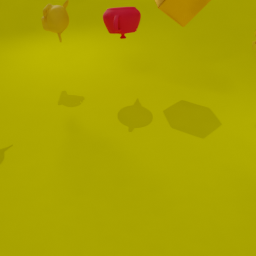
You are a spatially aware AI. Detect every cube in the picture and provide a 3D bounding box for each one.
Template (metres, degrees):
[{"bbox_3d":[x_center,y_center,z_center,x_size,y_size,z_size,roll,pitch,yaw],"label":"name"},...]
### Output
[{"bbox_3d":[1.501,-3.928,8.099,1.166,1.166,1.166,19,43,-39],"label":"cube"}]

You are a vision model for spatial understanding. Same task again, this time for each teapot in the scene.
[{"bbox_3d":[-0.160,-3.160,8.433,1.133,0.892,1.822,2,24,12],"label":"teapot"}]

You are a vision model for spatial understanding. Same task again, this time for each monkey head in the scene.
[{"bbox_3d":[-2.341,-3.528,9.243,0.844,1.400,1.007,10,1,-5],"label":"monkey head"}]

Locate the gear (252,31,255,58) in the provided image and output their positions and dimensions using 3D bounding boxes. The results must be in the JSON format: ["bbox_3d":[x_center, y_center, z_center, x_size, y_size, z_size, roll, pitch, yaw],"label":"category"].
[{"bbox_3d":[4.240,-2.380,7.692,1.491,1.491,0.276,12,42,16],"label":"gear"}]
